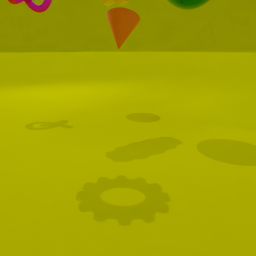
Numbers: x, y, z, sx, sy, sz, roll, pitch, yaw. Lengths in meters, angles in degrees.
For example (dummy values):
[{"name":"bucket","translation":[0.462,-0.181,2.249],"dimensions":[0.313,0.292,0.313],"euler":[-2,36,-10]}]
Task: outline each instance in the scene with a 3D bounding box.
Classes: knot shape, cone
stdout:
[{"name":"knot shape","translation":[-2.674,-3.832,7.882],"dimensions":[1.264,0.584,1.183],"euler":[3,57,2]},{"name":"cone","translation":[-0.215,-2.865,8.448],"dimensions":[1.042,1.045,1.042],"euler":[8,-8,1]}]

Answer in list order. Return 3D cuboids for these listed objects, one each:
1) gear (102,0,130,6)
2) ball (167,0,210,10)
[{"name":"gear","translation":[-0.409,-3.708,6.271],"dimensions":[1.775,1.775,0.328],"euler":[-12,9,-36]},{"name":"ball","translation":[1.346,-3.270,6.057],"dimensions":[1.314,1.314,1.314],"euler":[0,17,0]}]
